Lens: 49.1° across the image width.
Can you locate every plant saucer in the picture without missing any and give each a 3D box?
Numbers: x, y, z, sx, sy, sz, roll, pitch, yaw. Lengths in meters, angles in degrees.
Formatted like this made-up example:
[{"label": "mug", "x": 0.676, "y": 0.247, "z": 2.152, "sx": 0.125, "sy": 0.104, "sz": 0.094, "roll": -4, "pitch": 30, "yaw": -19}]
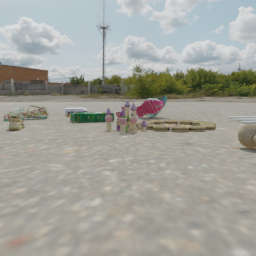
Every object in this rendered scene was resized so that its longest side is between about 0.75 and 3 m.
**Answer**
[{"label": "plant saucer", "x": 1.456, "y": -0.970, "z": 13.223, "sx": 0.174, "sy": 1.271, "sz": 1.271, "roll": 36, "pitch": 2, "yaw": -8}]

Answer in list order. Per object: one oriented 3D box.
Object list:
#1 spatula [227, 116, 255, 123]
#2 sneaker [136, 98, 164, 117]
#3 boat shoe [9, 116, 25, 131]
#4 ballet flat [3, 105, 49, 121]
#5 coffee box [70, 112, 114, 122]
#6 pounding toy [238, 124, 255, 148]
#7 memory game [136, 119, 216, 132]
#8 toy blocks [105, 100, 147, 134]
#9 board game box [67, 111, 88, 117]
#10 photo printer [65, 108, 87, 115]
[{"label": "spatula", "x": 5.335, "y": -0.310, "z": 11.133, "sx": 2.394, "sy": 0.192, "sz": 1.664, "roll": -1, "pitch": 12, "yaw": -5}, {"label": "sneaker", "x": 1.109, "y": -1.039, "z": 12.800, "sx": 0.873, "sy": 0.736, "sz": 1.996, "roll": -31, "pitch": 5, "yaw": -28}, {"label": "boat shoe", "x": -3.470, "y": -0.185, "z": 8.745, "sx": 0.452, "sy": 0.409, "sz": 1.267, "roll": -2, "pitch": 7, "yaw": -18}, {"label": "ballet flat", "x": -4.408, "y": -0.684, "z": 12.162, "sx": 2.002, "sy": 0.640, "sz": 0.757, "roll": -6, "pitch": 9, "yaw": -42}, {"label": "coffee box", "x": -1.464, "y": -0.441, "z": 11.243, "sx": 1.609, "sy": 0.354, "sz": 0.989, "roll": -2, "pitch": 6, "yaw": -22}, {"label": "pounding toy", "x": 3.285, "y": 0.115, "z": 5.039, "sx": 2.093, "sy": 0.971, "sz": 1.615, "roll": -28, "pitch": 17, "yaw": -2}, {"label": "memory game", "x": 1.550, "y": -0.114, "z": 9.190, "sx": 2.665, "sy": 0.170, "sz": 2.665, "roll": 0, "pitch": 7, "yaw": 0}, {"label": "toy blocks", "x": -0.010, "y": -0.365, "z": 8.133, "sx": 1.078, "sy": 0.908, "sz": 1.008, "roll": -5, "pitch": 7, "yaw": -34}, {"label": "board game box", "x": -2.538, "y": -0.720, "z": 14.063, "sx": 0.981, "sy": 0.278, "sz": 0.811, "roll": -2, "pitch": 5, "yaw": -13}, {"label": "photo printer", "x": -2.773, "y": -0.886, "z": 14.956, "sx": 1.141, "sy": 0.396, "sz": 0.949, "roll": -1, "pitch": 7, "yaw": -9}]
